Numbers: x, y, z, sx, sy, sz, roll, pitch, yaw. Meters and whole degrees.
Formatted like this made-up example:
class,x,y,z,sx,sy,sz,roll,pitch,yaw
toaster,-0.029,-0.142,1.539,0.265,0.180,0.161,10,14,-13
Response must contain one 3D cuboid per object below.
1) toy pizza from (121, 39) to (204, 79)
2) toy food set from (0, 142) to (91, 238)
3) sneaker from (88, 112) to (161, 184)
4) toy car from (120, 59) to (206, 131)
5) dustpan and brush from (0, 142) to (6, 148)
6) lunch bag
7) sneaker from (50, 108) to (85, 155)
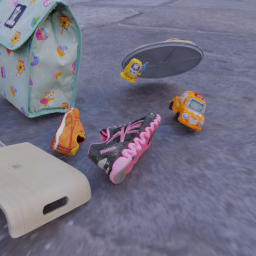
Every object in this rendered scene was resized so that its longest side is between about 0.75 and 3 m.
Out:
class,x,y,z,sx,sy,sz,roll,pitch,yaw
toy pizza,1.011,-2.079,8.389,2.443,0.387,2.443,-4,-11,-1
toy food set,-1.938,0.954,4.859,2.199,0.664,1.578,22,20,31
sneaker,-0.052,0.171,5.731,0.983,0.814,2.061,28,40,15
toy car,0.915,-0.917,6.916,2.408,0.801,1.181,32,23,-3
dustpan and brush,-3.621,-0.461,5.475,1.830,0.750,2.622,32,2,36
lunch bag,-2.527,-2.068,7.458,1.785,2.927,2.493,-14,34,-40
sneaker,-1.309,0.092,6.462,0.667,0.631,1.729,24,29,-14
